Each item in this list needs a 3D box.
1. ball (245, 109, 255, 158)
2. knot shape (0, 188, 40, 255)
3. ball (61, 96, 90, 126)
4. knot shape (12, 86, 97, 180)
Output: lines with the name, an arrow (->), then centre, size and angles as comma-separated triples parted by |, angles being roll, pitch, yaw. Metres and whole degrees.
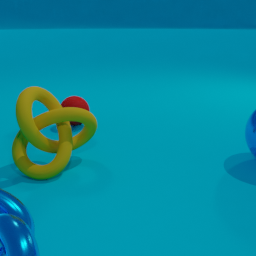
ball -> 2.859, 0.102, 5.144 | 1.315, 1.315, 1.315 | 0, 21, 0
knot shape -> -1.641, 1.306, 2.605 | 1.561, 0.771, 1.668 | -24, 35, -21
ball -> -1.362, -0.435, 7.140 | 0.760, 0.760, 0.760 | 0, 21, 0
knot shape -> -1.420, -0.027, 4.970 | 1.603, 1.500, 0.741 | -36, 24, -23
